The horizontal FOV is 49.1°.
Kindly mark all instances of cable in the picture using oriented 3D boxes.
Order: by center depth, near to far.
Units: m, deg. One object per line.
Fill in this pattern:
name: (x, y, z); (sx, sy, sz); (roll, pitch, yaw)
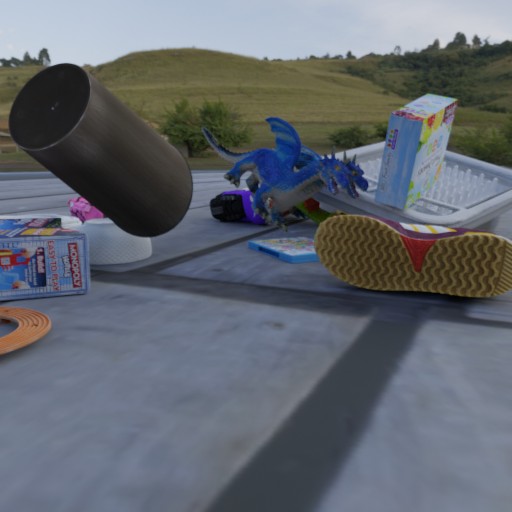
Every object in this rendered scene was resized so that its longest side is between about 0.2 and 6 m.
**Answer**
cable: (-4.319, -0.432, 10.809); (1.856, 0.643, 1.856); (-7, 12, -36)

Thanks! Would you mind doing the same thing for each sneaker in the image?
sneaker: (2.228, 0.029, 7.854); (2.822, 1.058, 1.271); (12, 6, 28)
sneaker: (-0.503, -1.232, 14.556); (1.330, 0.930, 2.674); (-9, 9, -15)

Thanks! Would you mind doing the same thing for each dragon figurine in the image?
dragon figurine: (0.510, -1.916, 11.165); (1.207, 2.038, 4.100); (29, 17, -45)

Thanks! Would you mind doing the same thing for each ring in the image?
ring: (-2.983, 0.818, 5.610); (1.760, 0.169, 1.760); (0, 10, 0)

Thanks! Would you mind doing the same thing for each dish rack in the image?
dish rack: (3.392, -1.395, 12.089); (4.397, 0.957, 3.773); (-21, 36, -39)

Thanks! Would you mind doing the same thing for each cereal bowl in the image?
cereal bowl: (-2.696, -0.310, 10.119); (1.596, 0.665, 1.596); (-1, 10, 0)

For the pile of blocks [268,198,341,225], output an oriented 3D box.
pile of blocks: (1.095, -1.273, 14.581); (1.216, 1.606, 3.913); (-49, 19, -15)

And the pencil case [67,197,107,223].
pencil case: (-4.176, -1.110, 13.992); (0.798, 0.773, 1.704); (42, -15, -29)

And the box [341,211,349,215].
box: (1.811, -1.878, 16.618); (2.079, 0.513, 1.660); (23, 8, -5)

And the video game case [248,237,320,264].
video game case: (0.786, -0.131, 10.496); (1.261, 0.157, 1.763); (-5, 12, -26)

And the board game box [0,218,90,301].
board game box: (-3.681, 0.014, 7.907); (2.764, 0.853, 2.766); (-1, 11, -8)

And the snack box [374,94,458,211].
snack box: (2.895, -1.913, 10.107); (0.651, 1.621, 1.923); (22, 34, 28)

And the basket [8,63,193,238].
basket: (-2.342, -1.608, 8.558); (2.213, 1.669, 2.454); (49, 3, 28)
